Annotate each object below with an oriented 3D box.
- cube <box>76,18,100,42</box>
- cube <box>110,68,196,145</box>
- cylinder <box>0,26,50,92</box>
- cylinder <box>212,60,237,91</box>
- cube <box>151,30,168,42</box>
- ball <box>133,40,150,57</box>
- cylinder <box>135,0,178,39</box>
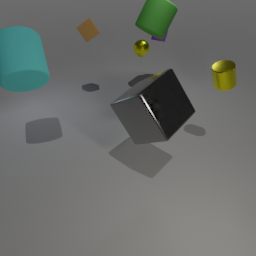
[{"bbox_3d":[-1.707,-4.172,11.938,0.700,0.700,0.700,-35,24,3],"label":"cube"},{"bbox_3d":[0.674,-0.540,7.634,1.400,1.400,1.400,-41,17,-31],"label":"cube"},{"bbox_3d":[-3.143,-1.978,8.213,1.400,1.400,1.400,-12,76,-19],"label":"cylinder"},{"bbox_3d":[2.996,-1.634,8.716,0.700,0.700,0.700,-12,42,11],"label":"cylinder"},{"bbox_3d":[1.561,-4.759,13.681,0.700,0.700,0.700,10,60,-1],"label":"cube"},{"bbox_3d":[0.566,-3.354,11.786,0.700,0.700,0.700,0,32,0],"label":"ball"},{"bbox_3d":[1.227,-4.828,12.202,1.400,1.400,1.400,26,13,-6],"label":"cylinder"}]
